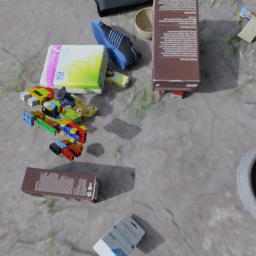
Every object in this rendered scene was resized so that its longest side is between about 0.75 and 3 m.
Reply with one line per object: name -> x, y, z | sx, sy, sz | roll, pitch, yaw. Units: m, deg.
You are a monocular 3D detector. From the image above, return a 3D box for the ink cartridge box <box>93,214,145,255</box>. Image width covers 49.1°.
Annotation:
ink cartridge box -> -0.193, 3.006, 7.527 | 0.786, 1.355, 0.460 | 43, 120, 14

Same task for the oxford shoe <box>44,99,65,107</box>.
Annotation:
oxford shoe -> -2.303, -0.822, 9.309 | 0.932, 0.350, 0.269 | -17, 111, -14

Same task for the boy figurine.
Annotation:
boy figurine -> -1.540, -0.711, 8.737 | 0.448, 1.392, 0.865 | -46, 38, 17

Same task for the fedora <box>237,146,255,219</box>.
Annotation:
fedora -> 4.294, 1.679, 7.778 | 2.915, 1.316, 2.578 | 3, 70, -3

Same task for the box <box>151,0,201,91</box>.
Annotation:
box -> 1.456, -2.600, 8.750 | 1.394, 1.043, 2.784 | 2, 78, 2

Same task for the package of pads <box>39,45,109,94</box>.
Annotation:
package of pads -> -1.757, -1.996, 9.397 | 2.076, 0.708, 1.604 | 4, 69, 10

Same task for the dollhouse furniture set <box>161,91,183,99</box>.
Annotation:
dollhouse furniture set -> 1.476, -2.037, 9.473 | 1.030, 0.779, 1.915 | 9, 70, 3

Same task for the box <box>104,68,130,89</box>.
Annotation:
box -> -0.449, -1.725, 9.641 | 0.998, 0.250, 0.376 | 24, 73, 8

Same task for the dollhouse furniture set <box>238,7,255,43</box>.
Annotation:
dollhouse furniture set -> 4.602, -3.762, 10.411 | 1.133, 0.783, 1.200 | 23, 37, -14

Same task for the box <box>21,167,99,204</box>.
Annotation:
box -> -1.863, 1.650, 7.979 | 1.987, 0.995, 0.744 | 5, 69, 1

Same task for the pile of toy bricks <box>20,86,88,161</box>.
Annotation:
pile of toy bricks -> -2.014, -0.249, 8.704 | 2.668, 1.480, 1.317 | 33, 40, 25

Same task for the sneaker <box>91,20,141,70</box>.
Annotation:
sneaker -> -0.434, -3.047, 9.925 | 0.873, 0.785, 2.240 | -30, 74, -21

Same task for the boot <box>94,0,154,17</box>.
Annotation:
boot -> -0.094, -5.613, 10.834 | 2.767, 0.908, 2.280 | -18, 68, -2

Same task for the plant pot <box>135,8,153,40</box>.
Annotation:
plant pot -> 0.777, -3.631, 10.097 | 1.102, 0.740, 1.102 | 0, 69, 0
